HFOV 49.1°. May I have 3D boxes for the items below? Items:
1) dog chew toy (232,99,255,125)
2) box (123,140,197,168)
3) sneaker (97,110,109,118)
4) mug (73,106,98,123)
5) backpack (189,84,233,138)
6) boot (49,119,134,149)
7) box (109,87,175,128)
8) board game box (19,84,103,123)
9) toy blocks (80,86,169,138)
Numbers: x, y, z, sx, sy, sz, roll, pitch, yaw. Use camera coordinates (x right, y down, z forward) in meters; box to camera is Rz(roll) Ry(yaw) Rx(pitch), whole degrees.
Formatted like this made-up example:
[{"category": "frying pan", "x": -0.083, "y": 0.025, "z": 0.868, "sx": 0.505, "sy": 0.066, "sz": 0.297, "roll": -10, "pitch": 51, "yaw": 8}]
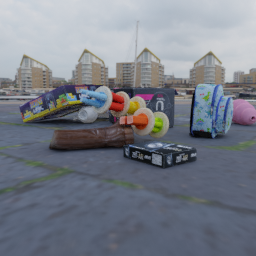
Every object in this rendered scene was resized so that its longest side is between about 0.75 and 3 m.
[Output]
[{"category": "dog chew toy", "x": 4.798, "y": -0.600, "z": 11.629, "sx": 1.029, "sy": 1.029, "sz": 1.652, "roll": 0, "pitch": 17, "yaw": -3}, {"category": "box", "x": 0.620, "y": 0.494, "z": 5.586, "sx": 0.935, "sy": 0.254, "sz": 1.168, "roll": -6, "pitch": 9, "yaw": -38}, {"category": "sneaker", "x": -1.630, "y": -0.827, "z": 13.965, "sx": 1.180, "sy": 1.009, "sz": 2.709, "roll": -27, "pitch": 14, "yaw": -28}, {"category": "mug", "x": -1.895, "y": -0.537, "z": 12.014, "sx": 0.995, "sy": 0.735, "sz": 0.872, "roll": -20, "pitch": 0, "yaw": 12}, {"category": "backpack", "x": 2.563, "y": -0.541, "z": 8.480, "sx": 1.151, "sy": 1.566, "sz": 1.433, "roll": 4, "pitch": 8, "yaw": 26}, {"category": "boot", "x": -0.988, "y": 0.156, "z": 7.157, "sx": 1.998, "sy": 0.642, "sz": 1.862, "roll": -6, "pitch": 6, "yaw": -11}, {"category": "box", "x": 0.436, "y": -0.888, "z": 11.382, "sx": 1.754, "sy": 1.522, "sz": 2.870, "roll": -3, "pitch": 9, "yaw": -22}, {"category": "board game box", "x": -2.844, "y": -1.107, "z": 12.371, "sx": 2.972, "sy": 0.843, "sz": 2.457, "roll": -16, "pitch": -2, "yaw": 33}, {"category": "toy blocks", "x": -0.121, "y": -0.429, "z": 7.218, "sx": 2.056, "sy": 0.747, "sz": 1.713, "roll": 9, "pitch": 24, "yaw": -48}]
